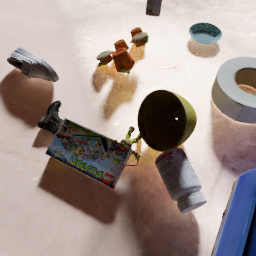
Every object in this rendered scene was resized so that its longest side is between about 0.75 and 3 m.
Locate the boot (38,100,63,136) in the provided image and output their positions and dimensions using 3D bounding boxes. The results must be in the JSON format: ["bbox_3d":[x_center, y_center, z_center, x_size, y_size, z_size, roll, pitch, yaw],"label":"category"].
[{"bbox_3d":[-2.304,-0.238,9.570,1.145,0.455,1.315,23,68,14],"label":"boot"}]

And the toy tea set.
[{"bbox_3d":[0.083,-3.092,11.441,2.731,1.011,1.624,-44,36,-22],"label":"toy tea set"}]

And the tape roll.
[{"bbox_3d":[4.345,-1.385,10.050,2.571,0.899,2.571,0,55,0],"label":"tape roll"}]

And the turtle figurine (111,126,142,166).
[{"bbox_3d":[-0.094,0.474,9.012,1.468,0.473,1.184,28,60,18],"label":"turtle figurine"}]

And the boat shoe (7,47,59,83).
[{"bbox_3d":[-3.678,-2.255,10.765,2.532,0.932,0.828,30,66,30],"label":"boat shoe"}]

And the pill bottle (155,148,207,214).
[{"bbox_3d":[1.498,1.486,7.980,0.947,0.947,1.671,-17,61,-12],"label":"pill bottle"}]

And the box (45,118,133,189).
[{"bbox_3d":[-1.198,0.743,8.612,2.395,0.416,1.318,23,78,16],"label":"box"}]

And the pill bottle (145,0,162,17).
[{"bbox_3d":[0.877,-4.201,9.287,0.510,0.899,0.510,6,28,-3],"label":"pill bottle"}]

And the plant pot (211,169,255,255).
[{"bbox_3d":[3.228,2.772,6.030,2.606,2.899,2.899,18,58,21],"label":"plant pot"}]

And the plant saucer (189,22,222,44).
[{"bbox_3d":[3.380,-4.111,12.346,1.458,0.281,1.458,0,55,-1],"label":"plant saucer"}]

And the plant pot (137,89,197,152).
[{"bbox_3d":[1.428,-0.261,8.873,1.338,1.885,1.885,-5,47,-45],"label":"plant pot"}]
